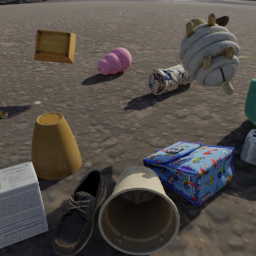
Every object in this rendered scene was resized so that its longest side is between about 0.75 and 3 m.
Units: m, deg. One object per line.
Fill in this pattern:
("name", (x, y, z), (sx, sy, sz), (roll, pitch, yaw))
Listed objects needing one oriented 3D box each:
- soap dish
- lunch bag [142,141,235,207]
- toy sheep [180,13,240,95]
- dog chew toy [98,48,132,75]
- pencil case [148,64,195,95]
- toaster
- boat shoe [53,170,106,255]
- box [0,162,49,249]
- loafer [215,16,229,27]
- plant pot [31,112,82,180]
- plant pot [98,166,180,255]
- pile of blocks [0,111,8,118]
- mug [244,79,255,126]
("soap dish", (-3.474, -3.882, 13.247), (1.875, 1.475, 0.761), (5, -5, -5))
("lunch bag", (1.710, 1.079, 8.428), (1.731, 1.081, 2.299), (-24, 26, -33))
("toy sheep", (2.628, -2.318, 8.966), (2.002, 2.002, 2.904), (-9, 69, -15))
("dog chew toy", (-0.824, -3.725, 15.998), (1.348, 1.348, 2.165), (27, 48, 37))
("pencil case", (2.335, -2.616, 14.098), (2.854, 1.276, 1.110), (-25, 42, -36))
("toaster", (4.259, 0.671, 8.905), (1.490, 0.963, 0.847), (19, 35, 29))
("boat shoe", (-1.196, 1.925, 6.876), (0.899, 0.885, 2.415), (6, 31, 9))
("box", (-2.730, 1.795, 6.379), (1.484, 1.614, 0.847), (-15, 34, -23))
("loafer", (3.366, -3.970, 10.601), (0.353, 0.364, 0.995), (11, -10, -30))
("plant pot", (-2.275, 0.441, 8.601), (1.573, 1.688, 1.573), (1, 31, -1))
("plant pot", (0.266, 1.753, 6.653), (1.727, 1.727, 1.581), (1, 19, 2))
("pile of blocks", (-5.435, -0.596, 11.715), (0.817, 0.254, 0.335), (6, 31, 10))
("mug", (5.704, -0.826, 10.563), (2.238, 1.684, 2.723), (22, 22, 40))
